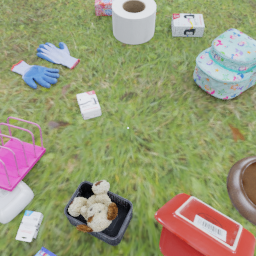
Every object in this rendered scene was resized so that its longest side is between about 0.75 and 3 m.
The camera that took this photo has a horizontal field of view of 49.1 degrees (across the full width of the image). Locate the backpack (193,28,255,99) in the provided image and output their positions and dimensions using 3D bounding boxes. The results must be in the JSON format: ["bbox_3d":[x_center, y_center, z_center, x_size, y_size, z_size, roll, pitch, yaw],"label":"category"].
[{"bbox_3d":[3.990,-2.482,11.105,2.617,1.971,2.324,-35,61,-16],"label":"backpack"}]

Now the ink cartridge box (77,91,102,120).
[{"bbox_3d":[-1.507,-0.888,10.795,0.734,0.427,1.008,-15,58,-11],"label":"ink cartridge box"}]

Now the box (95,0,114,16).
[{"bbox_3d":[-0.987,-6.295,14.487,1.423,0.679,0.709,-2,55,-2],"label":"box"}]

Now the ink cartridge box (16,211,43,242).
[{"bbox_3d":[-2.871,2.895,8.185,0.486,0.280,0.839,8,55,6],"label":"ink cartridge box"}]

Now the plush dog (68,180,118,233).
[{"bbox_3d":[-0.824,2.317,7.659,1.384,1.110,1.189,-37,26,5],"label":"plush dog"}]

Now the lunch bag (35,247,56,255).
[{"bbox_3d":[-1.943,4.218,6.948,2.329,1.095,1.753,17,57,27],"label":"lunch bag"}]

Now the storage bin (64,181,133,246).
[{"bbox_3d":[-0.822,2.473,8.159,1.734,0.813,1.172,21,59,15],"label":"storage bin"}]

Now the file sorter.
[{"bbox_3d":[-3.766,0.704,8.832,1.377,1.242,1.981,14,38,10],"label":"file sorter"}]

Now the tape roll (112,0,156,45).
[{"bbox_3d":[0.275,-5.133,13.213,2.050,1.407,2.050,0,55,0],"label":"tape roll"}]

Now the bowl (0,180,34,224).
[{"bbox_3d":[-3.772,2.084,8.651,1.299,0.485,1.298,32,60,22],"label":"bowl"}]

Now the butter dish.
[{"bbox_3d":[1.793,3.087,7.278,2.379,1.758,2.372,29,15,24],"label":"butter dish"}]

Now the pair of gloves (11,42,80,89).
[{"bbox_3d":[-3.530,-2.841,12.260,2.264,0.321,2.816,28,60,18],"label":"pair of gloves"}]

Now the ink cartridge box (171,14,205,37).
[{"bbox_3d":[2.893,-5.002,13.611,1.463,0.606,1.066,1,55,1],"label":"ink cartridge box"}]

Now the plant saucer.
[{"bbox_3d":[4.469,1.914,8.825,2.583,0.414,2.583,0,56,0],"label":"plant saucer"}]
